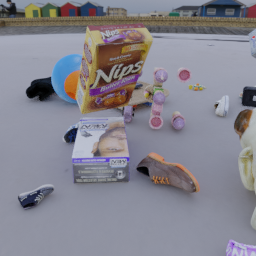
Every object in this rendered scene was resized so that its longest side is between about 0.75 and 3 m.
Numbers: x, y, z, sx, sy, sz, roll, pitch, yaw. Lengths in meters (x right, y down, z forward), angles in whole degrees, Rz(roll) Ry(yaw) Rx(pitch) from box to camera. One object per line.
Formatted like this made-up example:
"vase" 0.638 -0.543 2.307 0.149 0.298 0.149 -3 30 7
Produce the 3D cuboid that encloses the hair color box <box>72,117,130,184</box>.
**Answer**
"hair color box" -0.790 0.546 8.536 1.521 0.902 2.783 -1 26 -4

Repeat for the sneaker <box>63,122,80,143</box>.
"sneaker" -1.946 0.190 9.997 0.497 0.489 1.291 -16 16 29

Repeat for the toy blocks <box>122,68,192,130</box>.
"toy blocks" 0.989 -1.090 10.393 2.533 2.367 2.132 5 19 3

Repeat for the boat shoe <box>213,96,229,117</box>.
"boat shoe" 4.130 -1.015 12.476 0.604 0.613 1.730 10 32 15

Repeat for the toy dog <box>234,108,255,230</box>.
"toy dog" 3.430 0.546 6.441 1.993 2.770 2.857 -10 29 9

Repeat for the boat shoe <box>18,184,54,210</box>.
"boat shoe" -2.160 1.675 6.735 0.870 0.325 0.403 -19 36 -21

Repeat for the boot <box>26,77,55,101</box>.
"boot" -3.872 -2.164 14.477 2.569 0.981 2.159 -12 22 -10

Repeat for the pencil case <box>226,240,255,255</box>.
"pencil case" 2.371 2.307 4.964 1.258 0.538 0.528 6 21 10

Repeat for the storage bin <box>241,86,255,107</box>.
"storage bin" 6.010 -1.452 13.123 1.216 0.822 0.570 7 25 16

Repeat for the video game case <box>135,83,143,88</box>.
"video game case" -0.174 -2.224 14.426 1.167 0.155 1.633 -15 24 -29

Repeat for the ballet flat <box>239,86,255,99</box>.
"ballet flat" 6.689 -1.837 14.158 2.039 0.652 0.771 0 34 1

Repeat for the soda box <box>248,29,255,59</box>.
"soda box" 3.991 -2.584 8.640 0.329 0.306 0.965 23 57 -22

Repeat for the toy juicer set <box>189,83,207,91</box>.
"toy juicer set" 4.029 -2.353 15.818 1.107 0.301 0.704 -14 27 -30

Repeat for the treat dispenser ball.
"treat dispenser ball" -2.455 -2.337 13.330 2.303 2.303 2.303 0 24 0

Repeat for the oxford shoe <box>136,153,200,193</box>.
"oxford shoe" 0.992 1.285 7.295 0.709 0.694 1.946 -31 29 -26

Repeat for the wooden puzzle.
"wooden puzzle" 0.233 -1.504 13.591 2.720 0.630 2.519 -21 31 -31

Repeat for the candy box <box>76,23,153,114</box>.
"candy box" -0.516 -1.612 8.070 1.621 2.779 0.785 -13 59 -25
